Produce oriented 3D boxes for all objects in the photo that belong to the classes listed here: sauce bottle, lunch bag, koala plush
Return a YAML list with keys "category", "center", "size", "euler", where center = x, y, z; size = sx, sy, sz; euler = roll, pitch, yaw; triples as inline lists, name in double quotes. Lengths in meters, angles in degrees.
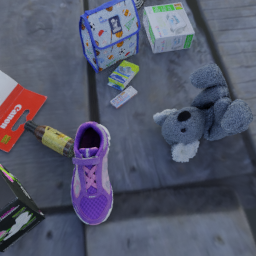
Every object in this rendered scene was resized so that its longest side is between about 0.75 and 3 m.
- category: "sauce bottle"
  center: [-2.380, 0.275, 8.502]
  size: [1.752, 0.567, 0.567]
  euler: [27, 65, 13]
- category: "lunch bag"
  center: [-0.611, -3.192, 9.455]
  size: [1.859, 2.186, 1.354]
  euler: [-30, 65, -16]
- category: "koala plush"
  center: [2.047, -0.191, 8.239]
  size: [2.368, 2.176, 2.100]
  euler: [-31, 64, 8]

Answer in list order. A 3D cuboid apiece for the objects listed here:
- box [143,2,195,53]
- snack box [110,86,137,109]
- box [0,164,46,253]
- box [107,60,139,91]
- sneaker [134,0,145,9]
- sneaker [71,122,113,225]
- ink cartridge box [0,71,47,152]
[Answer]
- category: "box"
  center: [1.477, -3.771, 10.568]
  size: [1.489, 0.816, 1.688]
  euler: [-9, 63, -7]
- category: "snack box"
  center: [-0.138, -1.041, 9.466]
  size: [0.949, 0.115, 0.341]
  euler: [-40, 71, -19]
- category: "box"
  center: [-3.239, 1.806, 6.728]
  size: [1.368, 2.200, 1.634]
  euler: [-38, 68, -18]
- category: "box"
  center: [-0.177, -1.848, 9.794]
  size: [0.663, 0.259, 1.087]
  euler: [27, 65, 23]
- category: "sneaker"
  center: [0.371, -6.050, 11.809]
  size: [1.261, 0.826, 2.184]
  euler: [24, 65, 16]
- category: "sneaker"
  center: [-1.001, 1.062, 7.422]
  size: [1.150, 1.264, 2.860]
  euler: [-2, 71, -3]
- category: "ink cartridge box"
  center: [-4.477, -0.782, 9.006]
  size: [2.865, 0.718, 2.324]
  euler: [21, 64, 14]
